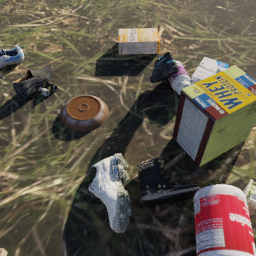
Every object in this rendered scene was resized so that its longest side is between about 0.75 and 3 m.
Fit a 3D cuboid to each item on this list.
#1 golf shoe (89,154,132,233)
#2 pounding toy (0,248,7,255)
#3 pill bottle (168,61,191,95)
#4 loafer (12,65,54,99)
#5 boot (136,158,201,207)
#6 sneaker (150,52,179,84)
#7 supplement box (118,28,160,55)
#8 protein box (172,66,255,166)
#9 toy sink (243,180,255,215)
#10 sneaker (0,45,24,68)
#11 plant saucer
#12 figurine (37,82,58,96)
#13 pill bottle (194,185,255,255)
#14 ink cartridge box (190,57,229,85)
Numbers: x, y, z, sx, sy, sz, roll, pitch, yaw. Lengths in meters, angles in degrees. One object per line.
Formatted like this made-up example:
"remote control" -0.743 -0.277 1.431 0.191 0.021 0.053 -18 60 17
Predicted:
"golf shoe" -0.649 2.242 9.501 1.377 1.109 2.833 -15 44 10
"pounding toy" -4.173 4.015 8.191 0.957 0.438 0.841 1 50 1
"pill bottle" 2.393 -2.332 13.222 0.925 0.925 1.649 -10 50 -8
"loafer" -4.398 -2.390 13.198 0.866 0.860 2.380 6 45 32
"boot" 1.343 1.828 9.859 2.094 0.766 1.576 -12 51 -2
"sneaker" 1.548 -2.620 12.451 0.876 2.324 0.921 -19 89 -19
"supplement box" 0.575 -4.759 15.334 2.195 0.807 1.383 -2 49 -1
"protein box" 3.333 -0.437 10.503 2.603 2.623 1.769 -25 54 -20
"toy sink" 4.088 2.305 9.248 0.576 1.029 0.671 26 54 20
"sneaker" -6.611 -3.451 14.167 2.638 0.956 0.948 -29 57 -21
"plant saucer" -1.925 -0.788 12.287 2.122 0.388 2.122 1 50 -1
"figurine" -3.864 -1.893 13.297 0.747 0.330 0.766 29 55 33
"pill bottle" 2.776 3.236 8.086 1.595 1.595 2.842 4 50 4
"ink cartridge box" 3.906 -2.494 13.479 1.286 0.754 1.756 24 52 18
